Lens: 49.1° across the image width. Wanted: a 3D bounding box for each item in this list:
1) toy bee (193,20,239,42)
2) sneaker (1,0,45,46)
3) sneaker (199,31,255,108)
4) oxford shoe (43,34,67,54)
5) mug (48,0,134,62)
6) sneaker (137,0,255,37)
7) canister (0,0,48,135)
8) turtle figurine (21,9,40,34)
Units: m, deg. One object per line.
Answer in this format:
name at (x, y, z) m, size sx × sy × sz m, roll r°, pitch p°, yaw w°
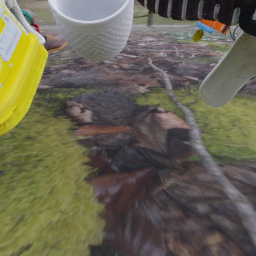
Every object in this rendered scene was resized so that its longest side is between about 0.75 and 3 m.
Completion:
toy bee at (2.497, -3.033, 8.160) m, size 1.195 × 1.439 × 2.199 m, roll -18°, pitch 73°, yaw -56°
sneaker at (-2.814, -2.435, 5.361) m, size 1.250 × 2.825 × 1.063 m, roll -18°, pitch 43°, yaw 43°
sneaker at (2.049, -1.225, 4.686) m, size 0.777 × 2.072 × 0.876 m, roll 47°, pitch 45°, yaw 0°
oxford shoe at (-2.643, -2.986, 9.710) m, size 0.522 × 0.534 × 1.465 m, roll 33°, pitch 58°, yaw 26°
mug at (-0.713, -3.117, 7.304) m, size 1.949 × 2.639 × 2.314 m, roll 19°, pitch -14°, yaw 6°
sneaker at (1.308, -1.930, 3.510) m, size 1.656 × 1.084 × 2.866 m, roll -28°, pitch 52°, yaw -32°
canister at (-2.552, -1.437, 3.850) m, size 1.195 × 2.762 × 2.051 m, roll -13°, pitch 49°, yaw 22°
turtle figurine at (-3.331, -2.599, 7.376) m, size 1.296 × 1.927 × 2.574 m, roll 15°, pitch 51°, yaw 29°
